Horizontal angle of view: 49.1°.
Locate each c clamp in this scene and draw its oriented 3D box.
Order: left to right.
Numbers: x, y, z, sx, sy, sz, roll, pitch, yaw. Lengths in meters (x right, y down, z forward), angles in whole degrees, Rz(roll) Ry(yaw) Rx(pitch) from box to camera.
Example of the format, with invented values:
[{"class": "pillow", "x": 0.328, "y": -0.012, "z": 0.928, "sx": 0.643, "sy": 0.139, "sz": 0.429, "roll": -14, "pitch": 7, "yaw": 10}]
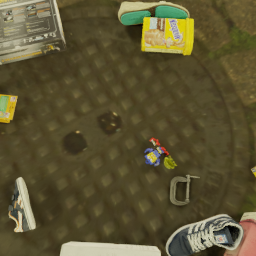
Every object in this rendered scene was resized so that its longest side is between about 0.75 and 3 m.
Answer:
[{"class": "c clamp", "x": 1.618, "y": 1.782, "z": 8.082, "sx": 0.801, "sy": 0.127, "sz": 0.938, "roll": 12, "pitch": 72, "yaw": 4}]

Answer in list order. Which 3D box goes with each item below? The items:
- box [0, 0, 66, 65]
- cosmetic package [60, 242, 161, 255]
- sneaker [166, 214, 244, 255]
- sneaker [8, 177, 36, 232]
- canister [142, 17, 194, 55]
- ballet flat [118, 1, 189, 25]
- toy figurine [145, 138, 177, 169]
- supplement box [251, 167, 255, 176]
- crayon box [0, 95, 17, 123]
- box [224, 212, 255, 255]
[{"class": "box", "x": -3.770, "y": -3.460, "z": 9.512, "sx": 2.915, "sy": 0.705, "sz": 2.309, "roll": -14, "pitch": 72, "yaw": -5}, {"class": "cosmetic package", "x": -0.441, "y": 3.364, "z": 7.002, "sx": 2.367, "sy": 1.203, "sz": 0.876, "roll": 5, "pitch": 72, "yaw": 0}, {"class": "sneaker", "x": 1.969, "y": 2.845, "z": 7.164, "sx": 2.009, "sy": 1.090, "sz": 0.704, "roll": -22, "pitch": 86, "yaw": -6}, {"class": "sneaker", "x": -3.017, "y": 2.127, "z": 7.729, "sx": 0.582, "sy": 0.575, "sz": 1.467, "roll": -16, "pitch": 74, "yaw": -11}, {"class": "canister", "x": 1.312, "y": -3.105, "z": 9.412, "sx": 1.644, "sy": 0.712, "sz": 1.221, "roll": 4, "pitch": 72, "yaw": 3}, {"class": "ballet flat", "x": 0.880, "y": -4.064, "z": 9.722, "sx": 2.434, "sy": 0.845, "sz": 0.845, "roll": 1, "pitch": 72, "yaw": 1}, {"class": "toy figurine", "x": 0.844, "y": 0.905, "z": 8.306, "sx": 0.653, "sy": 0.575, "sz": 1.091, "roll": -41, "pitch": 72, "yaw": 17}, {"class": "supplement box", "x": 4.106, "y": 1.178, "z": 8.117, "sx": 0.802, "sy": 0.436, "sz": 0.439, "roll": -25, "pitch": 73, "yaw": -8}, {"class": "crayon box", "x": -4.122, "y": -0.624, "z": 8.771, "sx": 1.300, "sy": 0.335, "sz": 0.817, "roll": 5, "pitch": 72, "yaw": 2}, {"class": "box", "x": 3.226, "y": 2.967, "z": 7.288, "sx": 0.730, "sy": 0.857, "sz": 1.340, "roll": 31, "pitch": 73, "yaw": 9}]
